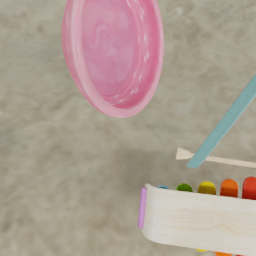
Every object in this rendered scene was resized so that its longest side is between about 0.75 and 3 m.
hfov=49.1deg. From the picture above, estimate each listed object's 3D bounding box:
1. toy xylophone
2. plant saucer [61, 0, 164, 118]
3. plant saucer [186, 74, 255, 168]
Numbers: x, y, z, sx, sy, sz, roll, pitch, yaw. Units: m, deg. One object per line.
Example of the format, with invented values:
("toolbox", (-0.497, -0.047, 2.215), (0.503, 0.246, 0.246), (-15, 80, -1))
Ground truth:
("toy xylophone", (1.570, 1.465, 5.287), (2.708, 0.680, 1.983), (14, 87, 6))
("plant saucer", (-0.237, -1.584, 5.231), (0.696, 2.747, 2.747), (8, 64, 34))
("plant saucer", (1.458, -0.148, 3.963), (0.171, 0.629, 1.801), (40, 112, 18))
